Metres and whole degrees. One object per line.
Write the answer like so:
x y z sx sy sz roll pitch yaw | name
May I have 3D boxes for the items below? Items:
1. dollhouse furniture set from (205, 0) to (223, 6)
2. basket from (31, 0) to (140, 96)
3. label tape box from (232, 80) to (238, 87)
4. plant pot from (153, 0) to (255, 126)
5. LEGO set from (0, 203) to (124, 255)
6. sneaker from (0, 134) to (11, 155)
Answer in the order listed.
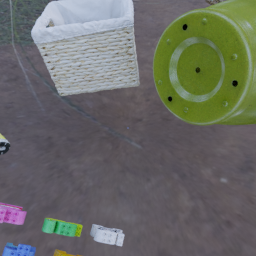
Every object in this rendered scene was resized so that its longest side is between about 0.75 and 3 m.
2.372 -3.669 7.085 0.576 0.812 0.884 14 6 -35 | dollhouse furniture set
-0.865 -2.081 6.805 2.166 1.742 2.147 -7 40 3 | basket
2.761 -1.124 6.078 0.561 1.772 1.278 22 74 34 | label tape box
1.798 -1.083 4.769 2.441 2.535 2.535 -17 44 -43 | plant pot
-0.962 1.596 3.729 1.939 0.796 0.740 17 77 -14 | LEGO set
-2.816 0.271 5.185 1.112 0.435 0.502 5 33 -44 | sneaker
